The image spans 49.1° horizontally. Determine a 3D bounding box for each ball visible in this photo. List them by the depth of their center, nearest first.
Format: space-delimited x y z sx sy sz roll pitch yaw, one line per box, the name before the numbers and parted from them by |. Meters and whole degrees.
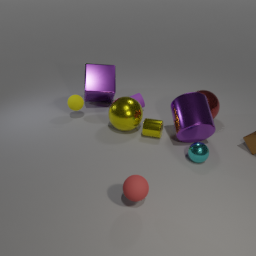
ball | 0.209 1.598 7.459 0.700 0.700 0.700 0 29 0
ball | 2.385 0.822 9.461 0.700 0.700 0.700 0 29 0
ball | -0.092 -0.571 11.296 1.400 1.400 1.400 0 29 0
ball | 3.168 -0.912 11.906 1.400 1.400 1.400 0 29 0
ball | -2.268 -1.095 12.156 0.700 0.700 0.700 0 29 0

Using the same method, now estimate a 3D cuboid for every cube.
cube | 4.662 0.421 9.837 0.700 0.700 0.700 -20 76 -25
cube | -1.370 -2.120 13.420 1.400 1.400 1.400 1 -14 -10

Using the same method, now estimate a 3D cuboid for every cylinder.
cylinder | 2.380 -0.374 10.384 1.400 1.400 1.400 -3 60 -6
cylinder | 0.980 -0.002 10.968 0.700 0.700 0.700 8 30 15
cylinder | 0.330 -1.179 12.974 0.700 0.700 0.700 -23 33 -9
